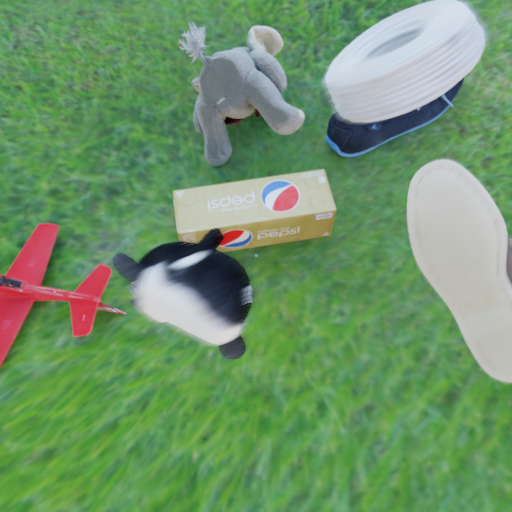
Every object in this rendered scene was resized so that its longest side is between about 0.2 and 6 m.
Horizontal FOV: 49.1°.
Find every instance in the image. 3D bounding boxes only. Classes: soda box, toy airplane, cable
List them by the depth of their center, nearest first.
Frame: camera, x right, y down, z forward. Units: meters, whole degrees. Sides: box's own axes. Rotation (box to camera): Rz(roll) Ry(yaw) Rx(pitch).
[{"bbox_3d":[1.591,-2.130,6.108,1.699,0.588,1.699,-36,28,-5],"label":"cable"},{"bbox_3d":[-3.412,0.625,8.861,2.689,0.495,2.689,0,63,1],"label":"toy airplane"},{"bbox_3d":[-0.045,-0.710,9.414,2.591,0.829,0.878,-8,61,-5],"label":"soda box"}]

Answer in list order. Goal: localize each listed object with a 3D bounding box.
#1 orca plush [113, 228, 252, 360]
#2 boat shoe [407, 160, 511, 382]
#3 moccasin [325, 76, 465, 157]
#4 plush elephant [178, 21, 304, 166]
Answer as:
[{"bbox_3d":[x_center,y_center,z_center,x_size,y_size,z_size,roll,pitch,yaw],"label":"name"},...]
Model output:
[{"bbox_3d":[-0.538,0.263,5.736,1.506,2.862,1.017,36,74,2],"label":"orca plush"},{"bbox_3d":[2.401,0.100,6.072,2.617,0.940,0.779,60,32,-12],"label":"boat shoe"},{"bbox_3d":[2.807,-2.993,10.502,3.357,1.145,1.351,-38,68,-19],"label":"moccasin"},{"bbox_3d":[-0.236,-3.127,10.336,2.474,2.037,1.915,59,32,-6],"label":"plush elephant"}]
